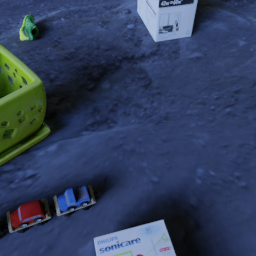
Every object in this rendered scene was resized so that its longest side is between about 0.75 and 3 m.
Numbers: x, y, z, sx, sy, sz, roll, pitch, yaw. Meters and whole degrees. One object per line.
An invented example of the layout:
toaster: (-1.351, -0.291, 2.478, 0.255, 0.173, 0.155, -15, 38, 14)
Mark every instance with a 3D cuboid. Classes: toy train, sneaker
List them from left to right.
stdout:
sneaker: (-3.664, -3.706, 10.510, 0.602, 0.534, 1.441, 8, 51, -14)
toy train: (-1.986, 1.766, 5.759, 2.874, 0.658, 0.490, -16, 52, -13)

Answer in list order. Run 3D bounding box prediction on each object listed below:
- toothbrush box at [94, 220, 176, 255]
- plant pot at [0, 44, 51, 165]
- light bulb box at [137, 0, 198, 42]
toothbrush box: (0.258, 2.757, 4.842, 1.358, 0.803, 1.865, -11, 49, -9)
plant pot: (-3.288, -0.405, 6.694, 2.221, 2.015, 2.210, -36, 58, -26)
light bulb box: (1.368, -4.890, 10.188, 1.499, 2.401, 2.380, -12, 52, -10)
